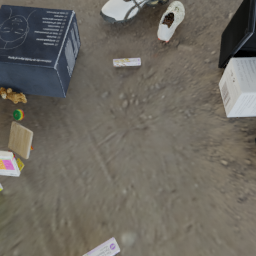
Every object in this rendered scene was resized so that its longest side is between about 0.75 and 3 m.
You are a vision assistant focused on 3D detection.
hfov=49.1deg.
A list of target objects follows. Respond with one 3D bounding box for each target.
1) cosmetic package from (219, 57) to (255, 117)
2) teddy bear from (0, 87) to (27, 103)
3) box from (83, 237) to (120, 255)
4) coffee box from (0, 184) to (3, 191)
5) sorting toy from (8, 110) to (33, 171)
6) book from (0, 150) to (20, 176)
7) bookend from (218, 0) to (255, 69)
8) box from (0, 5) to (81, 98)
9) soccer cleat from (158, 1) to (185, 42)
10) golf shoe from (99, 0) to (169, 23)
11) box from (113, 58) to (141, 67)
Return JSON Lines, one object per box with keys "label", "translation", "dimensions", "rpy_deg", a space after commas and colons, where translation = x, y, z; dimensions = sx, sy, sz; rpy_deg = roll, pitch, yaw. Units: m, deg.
{"label": "cosmetic package", "translation": [3.387, -1.079, 7.489], "dimensions": [1.420, 1.171, 1.170], "rpy_deg": [-3, 61, -2]}
{"label": "teddy bear", "translation": [-3.173, -0.874, 7.731], "dimensions": [0.761, 0.552, 0.254], "rpy_deg": [21, 66, -15]}
{"label": "box", "translation": [-0.885, 2.826, 5.853], "dimensions": [1.505, 0.291, 0.312], "rpy_deg": [-26, 64, -14]}
{"label": "coffee box", "translation": [-4.532, 0.805, 5.774], "dimensions": [2.341, 2.337, 2.315], "rpy_deg": [-36, 66, -18]}
{"label": "sorting toy", "translation": [-2.578, 0.325, 6.864], "dimensions": [0.708, 1.469, 0.248], "rpy_deg": [25, 19, 26]}
{"label": "book", "translation": [-2.775, 0.808, 6.285], "dimensions": [0.522, 0.781, 0.188], "rpy_deg": [6, 47, 0]}
{"label": "bookend", "translation": [3.955, -2.350, 7.343], "dimensions": [2.469, 2.454, 1.137], "rpy_deg": [7, 84, 3]}
{"label": "box", "translation": [-2.700, -2.195, 7.983], "dimensions": [2.200, 1.364, 2.163], "rpy_deg": [7, 59, 4]}
{"label": "soccer cleat", "translation": [1.455, -3.627, 9.149], "dimensions": [0.643, 0.720, 1.856], "rpy_deg": [19, 63, 10]}
{"label": "golf shoe", "translation": [0.212, -4.499, 9.327], "dimensions": [2.709, 1.280, 1.053], "rpy_deg": [-32, 67, -14]}
{"label": "box", "translation": [-0.034, -2.019, 8.584], "dimensions": [0.839, 0.162, 0.174], "rpy_deg": [-3, 61, -2]}
